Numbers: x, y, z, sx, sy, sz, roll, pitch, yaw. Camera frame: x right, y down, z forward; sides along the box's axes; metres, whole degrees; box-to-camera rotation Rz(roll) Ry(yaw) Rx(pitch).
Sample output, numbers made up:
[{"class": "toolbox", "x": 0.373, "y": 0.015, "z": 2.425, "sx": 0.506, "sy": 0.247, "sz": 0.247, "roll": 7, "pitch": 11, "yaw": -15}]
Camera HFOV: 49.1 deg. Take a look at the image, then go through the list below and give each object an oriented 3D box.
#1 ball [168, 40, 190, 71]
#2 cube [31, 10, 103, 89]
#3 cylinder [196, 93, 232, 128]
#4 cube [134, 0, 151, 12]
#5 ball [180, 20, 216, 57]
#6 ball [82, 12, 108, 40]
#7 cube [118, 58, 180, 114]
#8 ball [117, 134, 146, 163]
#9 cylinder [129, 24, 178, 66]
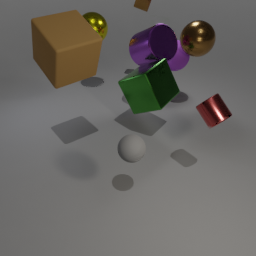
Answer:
[{"class": "ball", "x": 2.153, "y": -3.349, "z": 12.971, "sx": 1.400, "sy": 1.400, "sz": 1.400, "roll": 0, "pitch": 32, "yaw": 0}, {"class": "cube", "x": -1.753, "y": -2.233, "z": 7.932, "sx": 1.400, "sy": 1.400, "sz": 1.400, "roll": -26, "pitch": 66, "yaw": -30}, {"class": "cylinder", "x": 2.296, "y": -0.455, "z": 7.503, "sx": 0.700, "sy": 0.700, "sz": 0.700, "roll": -27, "pitch": 83, "yaw": -36}, {"class": "cube", "x": 0.742, "y": -6.050, "z": 13.200, "sx": 0.700, "sy": 0.700, "sz": 0.700, "roll": 20, "pitch": 46, "yaw": -4}, {"class": "ball", "x": 2.782, "y": -3.567, "z": 11.216, "sx": 1.400, "sy": 1.400, "sz": 1.400, "roll": 0, "pitch": 32, "yaw": 0}, {"class": "ball", "x": -1.618, "y": -4.565, "z": 12.820, "sx": 1.400, "sy": 1.400, "sz": 1.400, "roll": 0, "pitch": 32, "yaw": 0}, {"class": "cube", "x": 0.781, "y": -1.507, "z": 10.276, "sx": 1.400, "sy": 1.400, "sz": 1.400, "roll": -7, "pitch": 28, "yaw": 47}, {"class": "ball", "x": 0.089, "y": 0.504, "z": 6.902, "sx": 0.700, "sy": 0.700, "sz": 0.700, "roll": 0, "pitch": 32, "yaw": 0}, {"class": "cylinder", "x": 0.970, "y": -3.181, "z": 10.935, "sx": 1.400, "sy": 1.400, "sz": 1.400, "roll": -20, "pitch": 13, "yaw": -29}]
